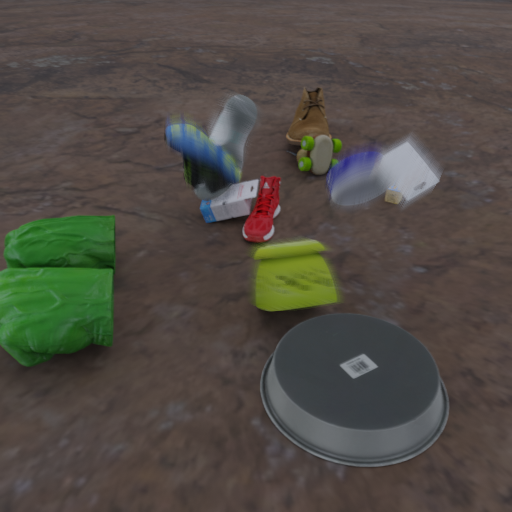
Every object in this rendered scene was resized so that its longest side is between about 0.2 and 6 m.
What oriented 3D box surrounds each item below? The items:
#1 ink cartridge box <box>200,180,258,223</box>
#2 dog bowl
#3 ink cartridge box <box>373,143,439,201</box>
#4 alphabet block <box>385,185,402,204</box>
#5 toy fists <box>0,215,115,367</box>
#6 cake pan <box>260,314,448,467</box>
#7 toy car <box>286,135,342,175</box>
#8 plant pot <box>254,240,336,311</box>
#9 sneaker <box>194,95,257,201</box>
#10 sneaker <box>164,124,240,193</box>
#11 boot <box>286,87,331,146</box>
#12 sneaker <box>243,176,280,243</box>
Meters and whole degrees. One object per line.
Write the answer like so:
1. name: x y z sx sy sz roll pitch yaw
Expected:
1. ink cartridge box: -0.522 -1.195 12.261 1.276 0.426 0.739 -10 37 15
2. dog bowl: 1.683 -1.246 9.142 1.021 1.021 0.402 -10 68 -15
3. ink cartridge box: 2.098 -1.162 7.848 0.595 0.184 0.734 -31 77 -13
4. alphabet block: 3.231 -1.454 13.102 0.334 0.340 0.332 19 37 26
5. toy fists: -3.362 0.423 9.447 1.895 1.279 3.718 0 31 -13
6. cake pan: 1.410 1.743 8.069 2.698 0.495 2.698 0 33 0
7. toy car: 1.396 -2.664 14.513 1.045 1.004 1.272 -2 16 -29
8. plant pot: 0.582 0.310 9.326 1.151 1.049 1.156 -8 -1 -12
9. sneaker: -0.714 -2.272 12.425 0.896 1.021 2.547 26 71 -14
10. sneaker: -0.994 -1.626 9.928 0.846 2.041 0.724 -37 64 10
11. boot: 1.490 -3.923 15.764 1.237 1.268 3.360 3 28 2
12. sneaker: 0.111 -1.103 11.920 0.703 1.037 1.795 5 33 7
